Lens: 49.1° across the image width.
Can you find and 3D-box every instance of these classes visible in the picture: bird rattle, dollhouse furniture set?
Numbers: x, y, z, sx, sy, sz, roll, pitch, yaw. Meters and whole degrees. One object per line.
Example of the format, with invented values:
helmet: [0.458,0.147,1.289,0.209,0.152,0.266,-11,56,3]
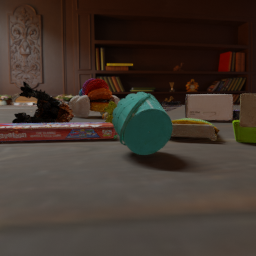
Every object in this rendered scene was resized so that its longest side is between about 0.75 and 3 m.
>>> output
bird rattle: [-0.185,-0.374,8.080,1.233,0.694,1.005,-2,-4,-35]
dollhouse furniture set: [1.931,-0.306,5.339,2.580,0.996,1.290,2,5,17]

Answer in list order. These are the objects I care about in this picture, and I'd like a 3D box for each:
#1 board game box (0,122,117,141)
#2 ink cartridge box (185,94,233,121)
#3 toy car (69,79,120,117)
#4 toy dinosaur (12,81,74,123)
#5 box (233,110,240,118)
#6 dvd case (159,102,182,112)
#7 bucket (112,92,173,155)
board game box: [-1.558,0.051,5.599,2.550,0.248,1.312,-1,7,-10]
ink cartridge box: [3.107,-0.832,10.944,1.657,0.965,2.275,1,7,13]
toy car: [-1.494,-1.365,12.565,1.986,1.702,2.270,-4,7,-28]
toy dinosaur: [-2.090,-0.499,7.494,1.571,1.183,2.315,15,-26,-35]
box: [4.617,-0.568,11.492,0.610,0.341,0.865,4,6,10]
dvd case: [0.454,-0.505,9.066,1.593,0.171,2.142,-3,-9,-29]
bucket: [0.191,-0.048,3.767,0.782,0.782,0.509,-2,26,-18]
